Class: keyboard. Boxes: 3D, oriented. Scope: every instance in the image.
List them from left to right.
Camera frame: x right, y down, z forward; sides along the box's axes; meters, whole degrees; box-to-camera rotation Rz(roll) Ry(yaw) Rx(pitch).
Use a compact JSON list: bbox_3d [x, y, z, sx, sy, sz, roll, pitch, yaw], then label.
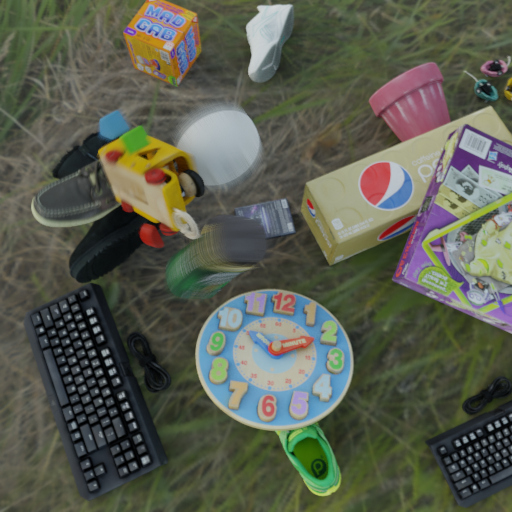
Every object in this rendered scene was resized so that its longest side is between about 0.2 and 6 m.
[{"bbox_3d":[-2.833,2.312,10.514,2.245,0.480,3.739,-24,73,-8],"label":"keyboard"},{"bbox_3d":[4.580,3.174,10.251,2.904,0.373,1.744,-22,71,-9],"label":"keyboard"}]

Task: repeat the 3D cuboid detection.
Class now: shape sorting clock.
[{"bbox_3d":[0.345,1.784,10.298,2.896,0.568,2.896,3,46,-3],"label":"shape sorting clock"}]

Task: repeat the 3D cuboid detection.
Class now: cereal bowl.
[{"bbox_3d":[-0.612,-1.835,10.183,1.567,1.567,0.653,-26,62,-9],"label":"cereal bowl"}]

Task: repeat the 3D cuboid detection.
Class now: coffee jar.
[{"bbox_3d":[-0.704,0.045,9.535,1.046,2.006,0.856,4,65,-31],"label":"coffee jar"}]

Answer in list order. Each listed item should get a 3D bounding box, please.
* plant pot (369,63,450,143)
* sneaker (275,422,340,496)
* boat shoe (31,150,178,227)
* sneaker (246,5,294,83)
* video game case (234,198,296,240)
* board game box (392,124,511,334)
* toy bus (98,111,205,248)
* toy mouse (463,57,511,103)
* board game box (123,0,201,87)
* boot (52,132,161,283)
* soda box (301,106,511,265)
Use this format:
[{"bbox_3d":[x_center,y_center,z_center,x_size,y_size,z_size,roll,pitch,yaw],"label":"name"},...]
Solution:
[{"bbox_3d":[3.426,-3.114,12.030,1.554,1.554,1.391,-25,87,-9],"label":"plant pot"},{"bbox_3d":[0.749,3.049,9.920,0.878,0.991,2.370,-32,67,-12],"label":"sneaker"},{"bbox_3d":[-2.727,-1.445,10.517,2.984,0.981,1.066,-21,71,-26],"label":"boat shoe"},{"bbox_3d":[0.165,-4.955,13.062,0.923,0.810,2.303,14,64,13],"label":"sneaker"},{"bbox_3d":[0.182,-0.734,11.810,1.150,0.109,0.821,-12,70,-3],"label":"video game case"},{"bbox_3d":[5.453,0.054,10.366,5.182,0.837,3.110,24,79,-4],"label":"board game box"},{"bbox_3d":[-1.545,-1.280,9.361,1.199,2.189,2.320,-38,93,-28],"label":"toy bus"},{"bbox_3d":[5.417,-4.004,12.900,1.376,0.300,1.548,12,70,4],"label":"toy mouse"},{"bbox_3d":[-2.091,-4.864,12.735,1.190,1.191,1.191,25,72,9],"label":"board game box"},{"bbox_3d":[-3.212,-1.118,11.439,2.373,1.072,2.896,42,68,12],"label":"boot"},{"bbox_3d":[3.137,-1.412,11.388,4.254,1.362,1.441,-23,72,-8],"label":"soda box"}]
